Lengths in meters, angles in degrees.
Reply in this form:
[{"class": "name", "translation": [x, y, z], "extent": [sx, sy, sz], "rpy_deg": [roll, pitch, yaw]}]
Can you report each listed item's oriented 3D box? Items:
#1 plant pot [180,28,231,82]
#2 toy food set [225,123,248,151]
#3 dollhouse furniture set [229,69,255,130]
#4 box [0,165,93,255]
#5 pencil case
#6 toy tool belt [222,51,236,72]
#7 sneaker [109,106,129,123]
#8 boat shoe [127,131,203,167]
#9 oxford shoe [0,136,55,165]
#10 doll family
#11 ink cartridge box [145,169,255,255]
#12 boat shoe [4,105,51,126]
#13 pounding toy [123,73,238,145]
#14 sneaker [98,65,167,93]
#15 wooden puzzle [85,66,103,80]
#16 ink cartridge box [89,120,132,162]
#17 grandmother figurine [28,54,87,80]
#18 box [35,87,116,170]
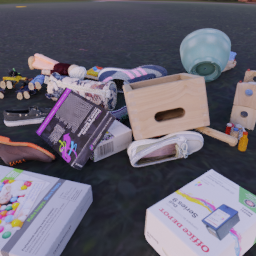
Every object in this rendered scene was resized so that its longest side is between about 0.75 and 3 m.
[{"class": "plant pot", "translation": [3.318, -2.920, 12.070], "extent": [2.182, 2.182, 1.462], "rpy_deg": [5, 57, 8]}, {"class": "toy food set", "translation": [3.100, 0.091, 8.008], "extent": [0.589, 0.555, 1.233], "rpy_deg": [9, 31, 15]}, {"class": "dollhouse furniture set", "translation": [4.465, -0.785, 8.631], "extent": [2.078, 1.456, 1.464], "rpy_deg": [16, 33, 26]}, {"class": "box", "translation": [-2.153, 1.611, 5.394], "extent": [2.391, 0.492, 1.864], "rpy_deg": [8, 31, 17]}, {"class": "pencil case", "translation": [-1.617, -1.294, 9.904], "extent": [2.635, 1.025, 1.178], "rpy_deg": [12, 5, 20]}, {"class": "toy tool belt", "translation": [4.793, -3.418, 13.664], "extent": [1.726, 1.061, 1.078], "rpy_deg": [-23, 37, -35]}, {"class": "sneaker", "translation": [-0.191, -0.340, 8.994], "extent": [1.235, 0.460, 0.540], "rpy_deg": [-19, 45, -12]}, {"class": "boat shoe", "translation": [0.990, 0.571, 7.062], "extent": [1.972, 0.727, 0.632], "rpy_deg": [-7, 37, -7]}, {"class": "oxford shoe", "translation": [-2.736, 0.697, 7.105], "extent": [1.766, 0.629, 0.641], "rpy_deg": [12, 67, 5]}, {"class": "doll family", "translation": [-4.110, -1.777, 11.045], "extent": [2.398, 0.941, 1.386], "rpy_deg": [6, 26, 1]}, {"class": "ink cartridge box", "translation": [1.401, 1.683, 4.962], "extent": [1.841, 0.805, 1.338], "rpy_deg": [-22, 37, -31]}, {"class": "boat shoe", "translation": [-3.105, -0.455, 9.036], "extent": [1.719, 0.487, 0.590], "rpy_deg": [-12, 32, -20]}, {"class": "pounding toy", "translation": [1.267, -0.456, 7.657], "extent": [2.479, 1.763, 2.282], "rpy_deg": [-11, 14, 0]}, {"class": "sneaker", "translation": [0.249, -1.804, 11.164], "extent": [2.843, 0.998, 1.166], "rpy_deg": [-6, 45, -4]}, {"class": "wooden puzzle", "translation": [-1.353, -2.548, 12.950], "extent": [1.410, 0.263, 1.304], "rpy_deg": [12, 32, 20]}, {"class": "ink cartridge box", "translation": [-1.043, 0.026, 8.091], "extent": [1.235, 0.571, 2.266], "rpy_deg": [-21, 36, -31]}, {"class": "grandmother figurine", "translation": [-2.771, -2.384, 11.114], "extent": [2.518, 0.763, 1.527], "rpy_deg": [18, 39, 23]}, {"class": "box", "translation": [-1.457, -0.074, 7.375], "extent": [2.200, 0.397, 1.573], "rpy_deg": [31, 85, 45]}]
